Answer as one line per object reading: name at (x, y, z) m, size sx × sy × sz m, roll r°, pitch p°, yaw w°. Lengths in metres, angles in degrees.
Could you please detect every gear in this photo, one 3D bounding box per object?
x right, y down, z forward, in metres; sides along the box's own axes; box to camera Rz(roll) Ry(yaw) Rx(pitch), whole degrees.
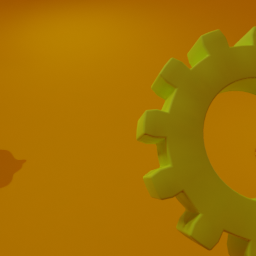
gear at (0.643, 0.065, 1.457) m, size 1.164 × 0.215 × 1.164 m, roll 1°, pitch 79°, yaw -7°
